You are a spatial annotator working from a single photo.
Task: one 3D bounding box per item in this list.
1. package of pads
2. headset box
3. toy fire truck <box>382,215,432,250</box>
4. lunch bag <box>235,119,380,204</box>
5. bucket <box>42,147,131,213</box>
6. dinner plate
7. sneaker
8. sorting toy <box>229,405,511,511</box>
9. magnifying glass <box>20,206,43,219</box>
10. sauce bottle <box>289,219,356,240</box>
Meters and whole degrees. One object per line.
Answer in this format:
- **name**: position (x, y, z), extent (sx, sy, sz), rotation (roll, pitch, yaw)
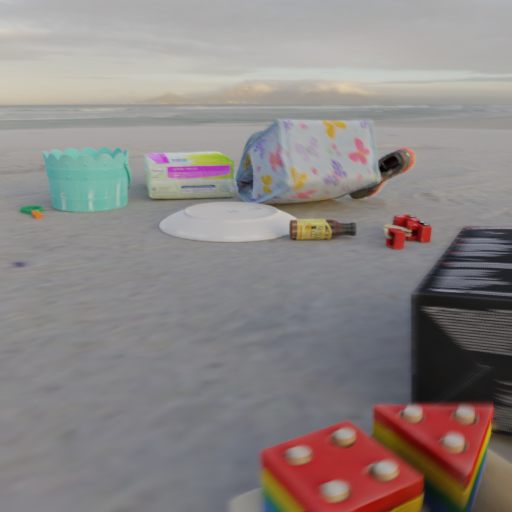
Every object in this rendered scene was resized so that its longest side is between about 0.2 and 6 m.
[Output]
- **package of pads**: position (-1.903, -2.349, 15.851), extent (2.382, 1.052, 3.084), rotation (-4, 17, -13)
- **headset box**: position (3.011, 0.518, 5.385), extent (2.360, 1.225, 3.171), rotation (3, 14, 27)
- **toy fire truck**: position (2.773, -0.480, 10.633), extent (0.962, 0.332, 1.364), rotation (0, 19, -10)
- **lunch bag**: position (1.081, -2.210, 13.682), extent (2.558, 1.918, 3.016), rotation (-6, -6, -22)
- **bucket**: position (-4.122, -1.913, 13.800), extent (2.112, 1.374, 2.112), rotation (1, 16, 0)
- **dinner plate**: position (-0.525, -0.806, 11.884), extent (3.028, 0.367, 3.028), rotation (1, 16, 0)
- **sneaker**: position (2.960, -2.057, 13.979), extent (1.992, 0.768, 0.816), rotation (-37, -13, 38)
- **sorting toy**: position (1.121, 1.520, 3.168), extent (1.926, 0.674, 1.938), rotation (-9, 18, -28)
- **magnifying glass**: position (-5.133, -1.007, 12.942), extent (0.496, 0.139, 1.245), rotation (-9, 17, -29)
- **sauce bottle**: position (1.269, -0.511, 10.675), extent (1.262, 0.416, 0.416), rotation (-2, 16, -2)
